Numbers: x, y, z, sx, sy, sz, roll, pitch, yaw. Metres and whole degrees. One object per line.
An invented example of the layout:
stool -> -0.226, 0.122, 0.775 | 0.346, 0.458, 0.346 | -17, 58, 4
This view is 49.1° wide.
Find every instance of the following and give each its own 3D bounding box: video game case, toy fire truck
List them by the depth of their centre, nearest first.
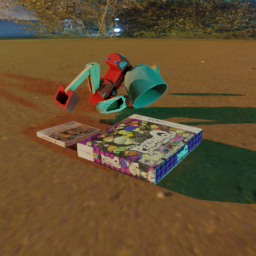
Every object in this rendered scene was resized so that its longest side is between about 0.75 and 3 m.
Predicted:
video game case -> 0.341, 0.342, 6.533 | 2.053, 0.406, 2.265 | 14, 28, 34
video game case -> -1.652, 0.144, 7.920 | 1.220, 0.154, 1.339 | 16, 24, 36
toy fire truck -> -1.105, -1.599, 9.660 | 0.673, 2.760, 1.946 | 30, -4, 32

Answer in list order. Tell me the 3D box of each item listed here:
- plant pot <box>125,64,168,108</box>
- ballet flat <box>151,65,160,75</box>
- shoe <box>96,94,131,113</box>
plant pot -> 0.523, -1.568, 9.985 | 1.404, 1.404, 1.127 | -18, 69, -38
ballet flat -> 1.276, -2.121, 12.316 | 0.427, 1.309, 0.461 | -17, -4, 4
shoe -> -0.396, -0.800, 9.712 | 0.437, 0.572, 1.636 | 12, 24, 39
